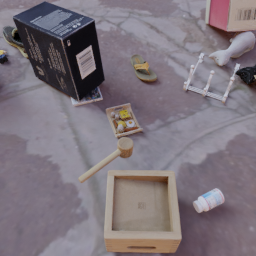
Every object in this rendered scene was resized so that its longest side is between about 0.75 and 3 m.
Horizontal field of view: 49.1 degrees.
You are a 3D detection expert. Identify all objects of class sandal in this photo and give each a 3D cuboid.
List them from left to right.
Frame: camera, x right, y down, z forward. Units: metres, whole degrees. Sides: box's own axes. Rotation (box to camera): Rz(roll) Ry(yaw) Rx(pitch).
[{"bbox_3d":[0.581,-2.526,11.411,0.728,0.490,1.814,-17,53,-13],"label":"sandal"}]

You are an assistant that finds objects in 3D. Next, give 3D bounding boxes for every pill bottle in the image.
[{"bbox_3d":[2.183,1.988,7.599,0.776,0.422,0.422,-22,55,-12],"label":"pill bottle"}]

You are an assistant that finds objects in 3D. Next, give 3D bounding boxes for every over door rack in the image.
[{"bbox_3d":[3.306,-2.109,10.921,1.683,0.759,2.278,22,55,16],"label":"over door rack"}]

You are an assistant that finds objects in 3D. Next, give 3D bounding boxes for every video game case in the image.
[{"bbox_3d":[-1.673,-1.407,10.745,1.129,0.145,1.241,-15,52,-11],"label":"video game case"}]

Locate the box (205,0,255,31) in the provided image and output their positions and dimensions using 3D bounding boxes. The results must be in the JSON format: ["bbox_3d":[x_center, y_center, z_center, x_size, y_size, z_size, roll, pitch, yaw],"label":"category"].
[{"bbox_3d":[4.696,-5.240,12.451,1.649,1.405,2.579,-5,28,-4],"label":"box"}]

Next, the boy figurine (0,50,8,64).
[{"bbox_3d":[-5.553,-3.171,12.038,0.649,0.336,1.044,-35,61,-21],"label":"boy figurine"}]

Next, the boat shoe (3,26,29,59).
[{"bbox_3d":[-4.788,-4.014,12.370,0.917,0.844,2.568,-34,59,-24],"label":"boat shoe"}]

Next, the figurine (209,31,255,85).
[{"bbox_3d":[4.758,-2.865,11.474,2.207,0.974,2.262,-35,58,-20],"label":"figurine"}]

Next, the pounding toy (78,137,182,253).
[{"bbox_3d":[-0.032,1.723,7.504,2.471,1.287,2.813,0,51,0],"label":"pounding toy"}]

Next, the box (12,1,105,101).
[{"bbox_3d":[-2.395,-2.788,10.122,2.612,2.569,1.534,29,57,27],"label":"box"}]

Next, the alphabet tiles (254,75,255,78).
[{"bbox_3d":[5.568,-1.453,10.426,1.581,0.060,1.900,-4,60,-23],"label":"alphabet tiles"}]

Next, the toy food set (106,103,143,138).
[{"bbox_3d":[-0.145,-0.291,9.688,0.932,0.392,1.299,-15,53,-12],"label":"toy food set"}]
